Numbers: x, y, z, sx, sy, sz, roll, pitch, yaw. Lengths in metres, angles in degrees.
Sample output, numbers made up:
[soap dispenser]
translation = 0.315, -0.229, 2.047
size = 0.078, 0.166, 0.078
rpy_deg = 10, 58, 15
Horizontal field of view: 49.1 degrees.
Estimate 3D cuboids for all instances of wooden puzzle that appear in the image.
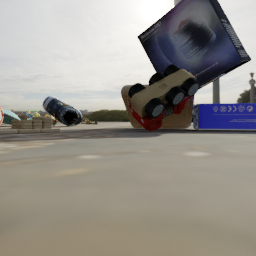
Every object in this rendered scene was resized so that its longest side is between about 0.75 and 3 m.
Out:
[wooden puzzle]
translation = 0.760, -0.527, 6.886
size = 1.637, 0.330, 1.770
rpy_deg = 0, -28, 10

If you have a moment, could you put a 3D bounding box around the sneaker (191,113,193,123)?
[sneaker]
translation = 3.855, -0.397, 13.740
size = 1.922, 0.772, 0.830
rpy_deg = -1, 21, 23

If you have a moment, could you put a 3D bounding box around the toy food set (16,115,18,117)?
[toy food set]
translation = -5.700, -0.422, 14.308
size = 0.444, 0.471, 0.987
rpy_deg = 1, -29, 41

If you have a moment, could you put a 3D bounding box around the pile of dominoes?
[pile of dominoes]
translation = -2.397, -0.070, 5.248
size = 1.513, 0.309, 1.941
rpy_deg = 1, 2, 38

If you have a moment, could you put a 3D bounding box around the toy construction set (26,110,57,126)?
[toy construction set]
translation = -3.279, -0.366, 11.041
size = 1.300, 0.599, 0.852
rpy_deg = 9, -20, 21

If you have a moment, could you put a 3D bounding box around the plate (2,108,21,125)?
[plate]
translation = -5.059, -0.572, 10.583
size = 2.301, 0.294, 2.301
rpy_deg = 11, -14, 3

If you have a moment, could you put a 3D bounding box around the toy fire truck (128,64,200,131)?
[toy fire truck]
translation = 0.675, -0.432, 5.930
size = 1.344, 1.527, 0.983
rpy_deg = -31, 53, -19

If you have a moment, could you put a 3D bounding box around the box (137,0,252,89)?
[box]
translation = 2.390, -2.988, 10.437
size = 2.933, 2.909, 1.807
rpy_deg = -30, -5, 35

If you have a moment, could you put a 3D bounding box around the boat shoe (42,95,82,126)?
[boat shoe]
translation = -2.195, -0.383, 10.589
size = 1.068, 0.832, 2.352
rpy_deg = 35, 0, 24

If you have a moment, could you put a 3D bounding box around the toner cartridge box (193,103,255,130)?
[toner cartridge box]
translation = 2.853, -0.235, 6.169
size = 2.689, 0.580, 1.277
rpy_deg = 1, 1, 9

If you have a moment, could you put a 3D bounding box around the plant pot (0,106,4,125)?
[plant pot]
translation = -4.543, -0.400, 9.152
size = 0.738, 0.810, 0.810
rpy_deg = 8, 1, -5

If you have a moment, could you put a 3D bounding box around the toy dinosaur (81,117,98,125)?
[toy dinosaur]
translation = -2.282, -0.324, 15.834
size = 0.757, 0.436, 1.497
rpy_deg = 18, -3, -37
